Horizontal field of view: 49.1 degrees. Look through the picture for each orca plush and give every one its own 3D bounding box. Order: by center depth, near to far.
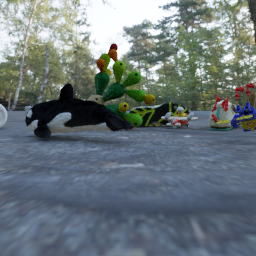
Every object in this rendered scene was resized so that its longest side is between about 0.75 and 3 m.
[{"bbox_3d":[-1.232,-0.412,5.762,1.422,0.961,2.704,-22,20,-38],"label":"orca plush"}]

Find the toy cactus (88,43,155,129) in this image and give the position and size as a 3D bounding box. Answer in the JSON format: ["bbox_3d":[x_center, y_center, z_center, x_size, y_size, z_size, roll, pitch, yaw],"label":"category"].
[{"bbox_3d":[-0.529,-1.003,8.569,2.326,2.819,1.442,-34,-17,20],"label":"toy cactus"}]

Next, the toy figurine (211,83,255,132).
[{"bbox_3d":[2.462,-0.305,5.374,1.470,0.775,0.881,-15,-39,36],"label":"toy figurine"}]

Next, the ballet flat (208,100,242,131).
[{"bbox_3d":[3.185,-0.435,8.895,0.935,0.864,2.772,2,4,25],"label":"ballet flat"}]

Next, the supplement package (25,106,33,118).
[{"bbox_3d":[-4.289,-0.681,13.321,1.187,0.694,0.696,3,6,40],"label":"supplement package"}]

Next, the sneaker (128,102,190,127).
[{"bbox_3d":[1.031,-0.469,9.635,2.221,0.837,0.849,1,5,-9],"label":"sneaker"}]

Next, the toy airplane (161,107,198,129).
[{"bbox_3d":[1.588,-0.325,8.756,0.946,0.668,0.942,0,5,-7],"label":"toy airplane"}]

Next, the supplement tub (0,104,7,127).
[{"bbox_3d":[-4.324,-0.397,8.669,0.819,0.819,1.241,-3,5,-39],"label":"supplement tub"}]

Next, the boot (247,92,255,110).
[{"bbox_3d":[6.098,-1.076,13.908,0.460,1.390,1.217,1,4,10],"label":"boot"}]
